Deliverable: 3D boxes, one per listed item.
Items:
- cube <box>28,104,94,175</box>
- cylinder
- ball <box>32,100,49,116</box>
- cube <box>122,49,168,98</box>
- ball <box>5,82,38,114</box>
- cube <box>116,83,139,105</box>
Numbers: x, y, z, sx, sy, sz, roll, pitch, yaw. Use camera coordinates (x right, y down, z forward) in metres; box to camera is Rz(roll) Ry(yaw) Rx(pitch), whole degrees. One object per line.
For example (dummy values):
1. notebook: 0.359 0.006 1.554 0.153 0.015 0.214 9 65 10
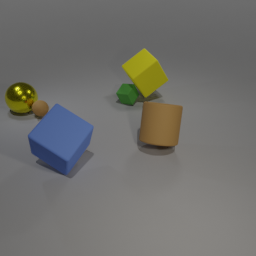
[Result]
1. cube: -2.093 0.384 8.832 1.400 1.400 1.400 32 60 3
2. cylinder: 1.158 -0.170 9.940 1.400 1.400 1.400 6 7 -1
3. ball: -3.803 -0.859 12.155 0.700 0.700 0.700 0 31 0
4. cube: 0.806 -2.616 13.345 1.400 1.400 1.400 -37 44 4
5. ball: -4.751 -1.345 12.520 1.400 1.400 1.400 0 31 0
6. cube: -0.012 -1.618 13.326 0.700 0.700 0.700 11 56 34
